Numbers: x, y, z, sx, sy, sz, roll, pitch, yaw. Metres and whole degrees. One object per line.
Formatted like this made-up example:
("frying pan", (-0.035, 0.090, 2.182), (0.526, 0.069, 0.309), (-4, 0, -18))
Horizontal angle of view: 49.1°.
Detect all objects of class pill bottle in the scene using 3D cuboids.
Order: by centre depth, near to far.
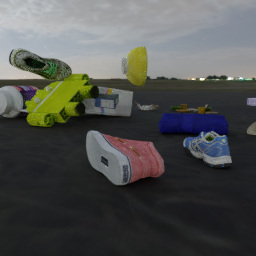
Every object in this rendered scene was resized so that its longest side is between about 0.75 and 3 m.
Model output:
("pill bottle", (-4.520, -1.075, 11.303), (1.236, 1.236, 2.218), (3, 9, 15))

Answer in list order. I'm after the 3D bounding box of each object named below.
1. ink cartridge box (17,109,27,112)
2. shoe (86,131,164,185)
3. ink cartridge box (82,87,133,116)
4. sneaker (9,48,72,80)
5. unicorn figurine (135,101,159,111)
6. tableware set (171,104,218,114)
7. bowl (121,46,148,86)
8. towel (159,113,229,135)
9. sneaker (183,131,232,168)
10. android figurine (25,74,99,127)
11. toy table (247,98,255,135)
("ink cartridge box", (-3.367, -0.565, 11.024), (1.271, 0.322, 1.442), (5, 10, 19))
("shoe", (-0.109, 0.415, 4.406), (0.725, 0.569, 1.593), (-3, 15, -26))
("ink cartridge box", (-1.301, -1.163, 11.634), (2.524, 1.104, 1.834), (6, 6, -25))
("sneaker", (-2.649, -1.915, 8.915), (2.041, 0.785, 0.904), (7, 15, -40))
("unicorn figurine", (0.896, -1.029, 13.918), (1.150, 0.425, 0.790), (14, -1, -4))
("tableware set", (3.075, -0.949, 13.415), (1.493, 0.340, 2.216), (-4, 10, -20))
("bowl", (0.201, -2.492, 11.291), (0.865, 1.607, 1.607), (0, 9, -10))
("towel", (1.804, -0.070, 7.862), (1.826, 0.452, 1.349), (2, 16, 13))
("sneaker", (1.433, 0.301, 5.086), (0.515, 0.524, 1.360), (-4, 9, -16))
("android figurine", (-2.351, -0.969, 9.470), (2.770, 0.569, 2.521), (7, 49, 35))
("toy table", (3.790, -0.236, 6.916), (1.571, 1.001, 1.709), (-5, 10, -29))
